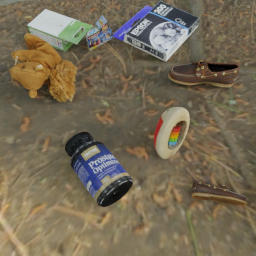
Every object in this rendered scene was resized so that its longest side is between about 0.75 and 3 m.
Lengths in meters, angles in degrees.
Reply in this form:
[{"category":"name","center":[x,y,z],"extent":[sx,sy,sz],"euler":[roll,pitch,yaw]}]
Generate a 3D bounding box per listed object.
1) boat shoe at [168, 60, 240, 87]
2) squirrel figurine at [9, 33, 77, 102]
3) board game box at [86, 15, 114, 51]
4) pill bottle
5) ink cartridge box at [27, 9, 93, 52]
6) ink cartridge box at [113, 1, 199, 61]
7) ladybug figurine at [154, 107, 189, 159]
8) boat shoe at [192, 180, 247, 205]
[{"category":"boat shoe","center":[2.660,-2.017,9.834],"extent":[2.396,0.843,0.844],"euler":[2,55,-2]},{"category":"squirrel figurine","center":[-2.725,-1.818,9.244],"extent":[2.310,1.635,2.156],"euler":[21,21,-18]},{"category":"board game box","center":[-1.101,-3.643,10.641],"extent":[1.157,1.157,0.357],"euler":[-32,74,-12]},{"category":"pill bottle","center":[-0.886,1.089,7.838],"extent":[1.137,1.137,2.032],"euler":[-33,63,-20]},{"category":"ink cartridge box","center":[-2.694,-3.882,11.367],"extent":[2.381,0.706,1.236],"euler":[23,59,15]},{"category":"ink cartridge box","center":[1.143,-4.222,11.685],"extent":[2.715,0.589,2.690],"euler":[30,62,20]},{"category":"ladybug figurine","center":[1.220,0.128,8.243],"extent":[1.166,1.718,0.618],"euler":[-11,35,-40]},{"category":"boat shoe","center":[2.524,1.774,7.753],"extent":[1.478,0.520,0.520],"euler":[11,60,7]}]
